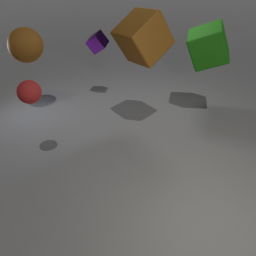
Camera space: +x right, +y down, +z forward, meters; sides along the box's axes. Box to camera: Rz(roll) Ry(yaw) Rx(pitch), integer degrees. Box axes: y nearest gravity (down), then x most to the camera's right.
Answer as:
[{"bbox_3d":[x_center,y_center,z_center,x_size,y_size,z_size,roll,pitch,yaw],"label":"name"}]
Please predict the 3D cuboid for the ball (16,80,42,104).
[{"bbox_3d":[-2.882,-1.052,8.174,0.700,0.700,0.700,0,30,0],"label":"ball"}]

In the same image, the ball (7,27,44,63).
[{"bbox_3d":[-4.151,-3.358,11.366,1.400,1.400,1.400,0,30,0],"label":"ball"}]

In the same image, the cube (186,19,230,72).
[{"bbox_3d":[3.304,-3.377,11.501,1.400,1.400,1.400,-11,35,25],"label":"cube"}]

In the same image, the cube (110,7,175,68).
[{"bbox_3d":[0.525,-3.210,9.912,1.400,1.400,1.400,-47,42,-8],"label":"cube"}]

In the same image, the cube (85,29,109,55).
[{"bbox_3d":[-1.415,-3.965,12.934,0.700,0.700,0.700,-21,32,35],"label":"cube"}]
